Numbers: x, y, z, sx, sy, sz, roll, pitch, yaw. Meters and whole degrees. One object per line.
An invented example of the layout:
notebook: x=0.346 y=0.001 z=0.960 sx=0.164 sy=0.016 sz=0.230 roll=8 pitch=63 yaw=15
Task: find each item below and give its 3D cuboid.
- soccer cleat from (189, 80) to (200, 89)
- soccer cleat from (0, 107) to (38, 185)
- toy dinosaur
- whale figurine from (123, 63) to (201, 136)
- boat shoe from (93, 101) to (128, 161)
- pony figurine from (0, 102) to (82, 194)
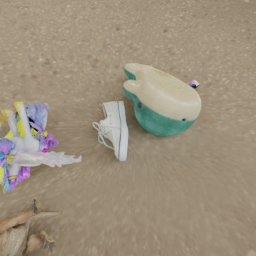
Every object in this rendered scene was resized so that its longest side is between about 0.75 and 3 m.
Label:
soccer cleat: x=2.083 y=-1.412 z=9.071 sx=0.283 sy=0.264 sz=0.773 roll=51 pitch=31 yaw=10
soccer cleat: x=-2.771 y=0.384 z=7.285 sx=0.945 sy=0.730 sz=2.259 roll=-3 pitch=57 yaw=22
toy dinosaur: x=-2.550 y=2.445 z=5.620 sx=1.819 sy=1.152 sz=2.684 roll=-25 pitch=17 yaw=31
whale figurine: x=0.774 y=-0.870 z=8.178 sx=2.292 sy=1.495 sz=2.881 roll=1 pitch=35 yaw=-32
boat shoe: x=-0.514 y=0.011 z=7.765 sx=0.931 sy=0.807 sz=2.183 roll=0 pitch=47 yaw=-7
pony figurine: x=-2.281 y=0.429 z=6.584 sx=1.974 sy=1.703 sz=2.045 roll=-8 pitch=81 yaw=13
